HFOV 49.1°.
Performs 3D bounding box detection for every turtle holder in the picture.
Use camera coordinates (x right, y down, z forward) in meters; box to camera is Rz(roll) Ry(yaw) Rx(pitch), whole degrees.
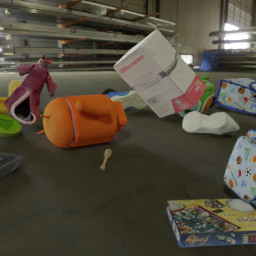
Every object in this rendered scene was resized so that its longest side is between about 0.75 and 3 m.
[{"bbox_3d":[2.516,-1.336,12.106,2.302,1.635,1.749,-2,19,1],"label":"turtle holder"}]

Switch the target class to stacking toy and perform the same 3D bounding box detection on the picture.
[{"bbox_3d":[-4.725,-0.200,9.278,2.316,0.978,2.096,10,33,-38],"label":"stacking toy"}]

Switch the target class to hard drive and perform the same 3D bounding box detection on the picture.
[{"bbox_3d":[-3.153,0.905,6.123,0.997,0.313,1.478,5,15,20],"label":"hard drive"}]

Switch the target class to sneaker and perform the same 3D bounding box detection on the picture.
[{"bbox_3d":[2.722,-0.070,9.408,0.915,0.778,2.069,23,-8,-29],"label":"sneaker"},{"bbox_3d":[-0.270,-1.454,13.737,2.733,1.049,1.521,-20,32,-37],"label":"sneaker"}]

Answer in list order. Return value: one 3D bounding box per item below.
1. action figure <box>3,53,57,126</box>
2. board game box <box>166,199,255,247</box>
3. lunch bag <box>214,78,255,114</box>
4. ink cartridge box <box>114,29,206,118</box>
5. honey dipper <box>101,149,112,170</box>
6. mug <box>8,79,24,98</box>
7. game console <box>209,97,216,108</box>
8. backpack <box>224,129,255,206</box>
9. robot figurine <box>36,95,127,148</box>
[{"bbox_3d":[-3.143,-1.378,8.968,1.554,2.320,1.727,25,-1,-12],"label":"action figure"},{"bbox_3d":[1.341,1.419,4.303,1.344,0.233,0.911,-1,15,-4],"label":"board game box"},{"bbox_3d":[5.806,-1.499,13.080,2.141,1.559,2.518,-11,29,-34],"label":"lunch bag"},{"bbox_3d":[1.127,-1.860,10.186,1.145,2.767,2.027,-54,18,-27],"label":"ink cartridge box"},{"bbox_3d":[-0.553,0.777,6.912,0.190,0.190,1.000,1,16,5],"label":"honey dipper"},{"bbox_3d":[-5.158,-1.620,13.687,1.379,1.413,1.722,-9,17,-32],"label":"mug"},{"bbox_3d":[4.187,-1.434,15.163,1.601,0.327,2.715,6,14,23],"label":"game console"},{"bbox_3d":[2.414,0.764,4.736,1.100,1.428,1.360,-2,23,-22],"label":"backpack"},{"bbox_3d":[-1.322,-0.236,8.205,2.558,1.492,1.840,-8,18,-28],"label":"robot figurine"}]
